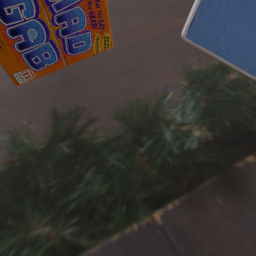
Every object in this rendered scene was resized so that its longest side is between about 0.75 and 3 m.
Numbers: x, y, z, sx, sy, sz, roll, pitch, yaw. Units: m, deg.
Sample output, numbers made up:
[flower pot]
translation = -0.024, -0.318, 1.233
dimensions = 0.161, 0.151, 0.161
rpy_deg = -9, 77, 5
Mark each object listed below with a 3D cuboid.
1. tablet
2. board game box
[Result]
[tablet]
translation = 2.628, -2.380, 6.644
dimensions = 2.672, 1.738, 0.182
rpy_deg = 19, 10, -26
[board game box]
translation = -2.215, -3.198, 6.523
dimensions = 2.679, 2.679, 2.681
rpy_deg = -24, 64, -8
